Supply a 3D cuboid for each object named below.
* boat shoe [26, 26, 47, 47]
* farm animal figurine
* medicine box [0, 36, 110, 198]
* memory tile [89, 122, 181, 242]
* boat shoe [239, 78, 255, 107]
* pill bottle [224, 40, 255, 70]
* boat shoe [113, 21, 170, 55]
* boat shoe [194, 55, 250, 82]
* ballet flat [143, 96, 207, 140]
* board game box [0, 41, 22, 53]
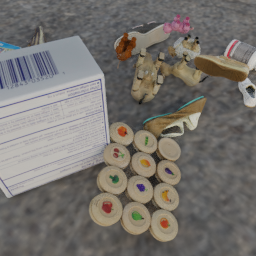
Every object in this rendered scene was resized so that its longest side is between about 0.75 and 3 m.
[{"bbox_3d":[-3.395,-3.097,10.347,0.727,0.739,1.984,-11,50,-9],"label":"boat shoe"},{"bbox_3d":[1.107,-2.158,9.239,2.986,1.501,2.411,-22,72,-21],"label":"farm animal figurine"},{"bbox_3d":[-1.961,-0.158,6.413,2.727,2.994,1.541,-19,53,-15],"label":"medicine box"},{"bbox_3d":[0.320,1.144,6.650,2.087,0.229,2.723,21,50,-13],"label":"memory tile"},{"bbox_3d":[3.900,-1.254,8.992,0.453,0.443,1.278,1,50,1],"label":"boat shoe"},{"bbox_3d":[4.160,-2.503,9.825,1.367,0.757,0.757,36,59,26],"label":"pill bottle"},{"bbox_3d":[0.443,-3.435,10.619,2.607,0.872,0.743,-26,42,-25],"label":"boat shoe"},{"bbox_3d":[1.823,-1.220,5.488,1.055,0.376,0.340,24,60,13],"label":"boat shoe"},{"bbox_3d":[1.478,-0.201,8.036,2.136,0.724,0.773,-23,74,-17],"label":"ballet flat"},{"bbox_3d":[-4.920,-1.982,9.406,1.750,0.763,2.373,19,52,14],"label":"board game box"}]
